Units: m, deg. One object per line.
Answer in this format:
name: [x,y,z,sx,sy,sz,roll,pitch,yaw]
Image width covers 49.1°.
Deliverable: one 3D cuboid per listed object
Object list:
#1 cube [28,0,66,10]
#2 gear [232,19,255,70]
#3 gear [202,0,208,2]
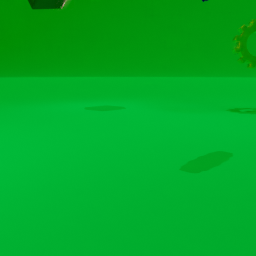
cube: [-2.586,-4.532,8.766,1.090,1.090,1.090,-22,-9,-39]
gear: [4.067,-2.607,8.772,1.504,1.504,0.278,1,5,3]
gear: [2.776,-4.277,8.013,1.600,0.296,1.600,-37,18,14]
